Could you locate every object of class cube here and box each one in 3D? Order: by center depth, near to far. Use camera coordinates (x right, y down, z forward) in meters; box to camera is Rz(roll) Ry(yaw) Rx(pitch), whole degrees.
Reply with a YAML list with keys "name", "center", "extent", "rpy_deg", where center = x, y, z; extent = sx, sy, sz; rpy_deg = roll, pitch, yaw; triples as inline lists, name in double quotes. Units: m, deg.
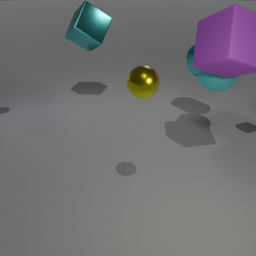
- name: "cube"
  center: [2.846, -2.310, 7.771]
  extent: [1.400, 1.400, 1.400]
  rpy_deg: [8, -2, -28]
- name: "cube"
  center: [-1.806, -4.524, 12.634]
  extent: [1.400, 1.400, 1.400]
  rpy_deg: [25, -12, -27]

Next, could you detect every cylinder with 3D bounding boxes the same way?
- name: "cylinder"
  center: [3.328, -2.814, 11.268]
  extent: [1.400, 1.400, 1.400]
  rpy_deg: [-16, 9, -27]

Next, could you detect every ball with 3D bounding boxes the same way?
- name: "ball"
  center: [0.317, -0.961, 5.903]
  extent: [0.700, 0.700, 0.700]
  rpy_deg: [0, 28, 0]
- name: "ball"
  center: [3.146, -1.975, 9.777]
  extent: [1.400, 1.400, 1.400]
  rpy_deg: [0, 28, 0]
